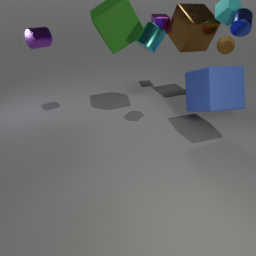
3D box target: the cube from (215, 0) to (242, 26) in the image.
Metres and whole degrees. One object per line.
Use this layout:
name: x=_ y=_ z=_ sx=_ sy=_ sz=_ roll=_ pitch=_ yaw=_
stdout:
cube: x=3.839 y=-4.504 z=10.732 sx=0.700 sy=0.700 sz=0.700 roll=19 pitch=65 yaw=-23

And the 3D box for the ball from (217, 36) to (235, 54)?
ball: x=3.926 y=-3.321 z=11.248 sx=0.700 sy=0.700 sz=0.700 roll=0 pitch=29 yaw=0

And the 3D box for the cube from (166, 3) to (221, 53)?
cube: x=2.685 y=-4.174 z=11.701 sx=1.400 sy=1.400 sz=1.400 roll=-10 pitch=56 yaw=-23

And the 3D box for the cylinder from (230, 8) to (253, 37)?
cylinder: x=3.977 y=-3.690 z=9.812 sx=0.700 sy=0.700 sz=0.700 roll=10 pitch=57 yaw=17

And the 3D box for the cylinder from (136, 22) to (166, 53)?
cylinder: x=0.726 y=-2.857 z=8.866 sx=0.700 sy=0.700 sz=0.700 roll=31 pitch=8 yaw=-5

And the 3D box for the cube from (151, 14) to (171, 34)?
cube: x=1.438 y=-4.676 z=12.558 sx=0.700 sy=0.700 sz=0.700 roll=-4 pitch=35 yaw=-10

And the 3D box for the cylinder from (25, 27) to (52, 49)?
cylinder: x=-3.182 y=-3.210 z=9.967 sx=0.700 sy=0.700 sz=0.700 roll=-23 pitch=36 yaw=-38

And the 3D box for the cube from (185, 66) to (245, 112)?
cube: x=2.925 y=-1.299 z=9.519 sx=1.400 sy=1.400 sz=1.400 roll=-6 pitch=5 yaw=-21

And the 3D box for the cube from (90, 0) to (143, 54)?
cube: x=-0.389 y=-3.818 z=10.107 sx=1.400 sy=1.400 sz=1.400 roll=-30 pitch=36 yaw=10
